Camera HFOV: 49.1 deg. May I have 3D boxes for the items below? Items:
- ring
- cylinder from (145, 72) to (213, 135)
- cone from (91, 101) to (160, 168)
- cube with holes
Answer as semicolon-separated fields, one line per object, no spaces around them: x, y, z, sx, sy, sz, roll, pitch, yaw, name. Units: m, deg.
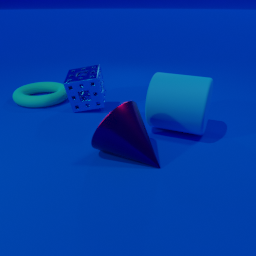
-2.833;-1.120;9.192;1.788;0.358;1.788;-1;26;0;ring
1.272;-0.608;6.871;1.369;1.369;1.369;10;27;19;cylinder
0.174;0.366;5.748;1.323;1.318;1.318;43;42;19;cone
-1.225;-1.172;8.256;0.945;0.945;0.945;-9;35;6;cube with holes
